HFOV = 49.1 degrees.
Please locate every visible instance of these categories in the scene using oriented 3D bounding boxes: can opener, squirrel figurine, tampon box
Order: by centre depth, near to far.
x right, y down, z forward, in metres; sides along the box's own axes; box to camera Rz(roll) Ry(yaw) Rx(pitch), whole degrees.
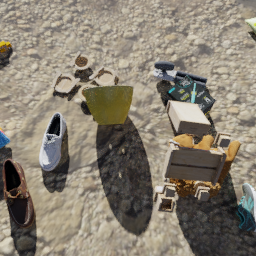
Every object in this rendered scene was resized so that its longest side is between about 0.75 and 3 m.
[{"bbox_3d":[2.413,1.295,10.238,2.345,1.778,2.513,26,63,19],"label":"squirrel figurine"},{"bbox_3d":[2.551,-1.087,11.728,1.233,1.039,1.645,-37,69,-17],"label":"tampon box"},{"bbox_3d":[2.324,-2.361,12.481,2.465,0.824,0.658,16,65,8],"label":"can opener"}]

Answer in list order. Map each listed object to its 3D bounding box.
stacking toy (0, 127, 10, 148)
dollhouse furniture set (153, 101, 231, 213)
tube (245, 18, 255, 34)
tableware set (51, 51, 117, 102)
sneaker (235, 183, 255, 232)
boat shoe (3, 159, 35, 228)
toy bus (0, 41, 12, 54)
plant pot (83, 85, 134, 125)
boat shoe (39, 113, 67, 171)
[{"bbox_3d":[-5.523,0.045,11.379,0.887,0.938,1.617,-29,55,-6],"label":"stacking toy"},{"bbox_3d":[1.608,0.852,7.631,1.452,2.802,1.241,7,27,-7],"label":"dollhouse furniture set"},{"bbox_3d":[6.814,-4.474,13.642,0.801,0.716,2.760,11,50,-42],"label":"tube"},{"bbox_3d":[-1.958,-2.244,12.711,2.713,0.315,2.266,27,67,13],"label":"tableware set"},{"bbox_3d":[4.225,2.845,10.031,0.798,0.678,1.749,-2,62,3],"label":"sneaker"},{"bbox_3d":[-4.060,2.341,10.137,0.894,0.893,2.539,-21,67,-12],"label":"boat shoe"},{"bbox_3d":[-6.122,-3.864,13.469,0.989,0.387,0.322,-36,69,-16],"label":"toy bus"},{"bbox_3d":[-0.737,-0.861,11.290,2.019,2.019,1.433,-4,89,-2],"label":"plant pot"},{"bbox_3d":[-3.043,0.489,11.101,0.867,0.770,2.356,3,64,1],"label":"boat shoe"}]
